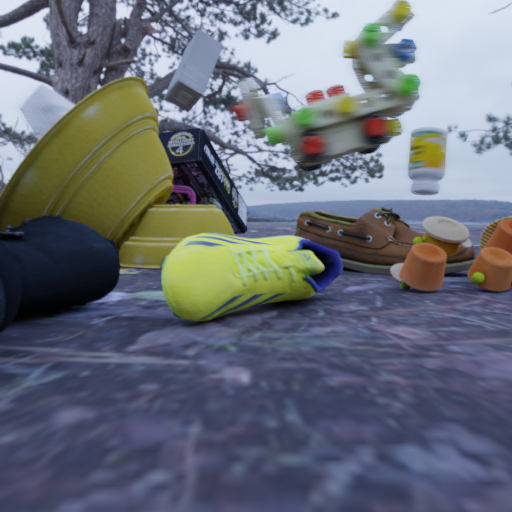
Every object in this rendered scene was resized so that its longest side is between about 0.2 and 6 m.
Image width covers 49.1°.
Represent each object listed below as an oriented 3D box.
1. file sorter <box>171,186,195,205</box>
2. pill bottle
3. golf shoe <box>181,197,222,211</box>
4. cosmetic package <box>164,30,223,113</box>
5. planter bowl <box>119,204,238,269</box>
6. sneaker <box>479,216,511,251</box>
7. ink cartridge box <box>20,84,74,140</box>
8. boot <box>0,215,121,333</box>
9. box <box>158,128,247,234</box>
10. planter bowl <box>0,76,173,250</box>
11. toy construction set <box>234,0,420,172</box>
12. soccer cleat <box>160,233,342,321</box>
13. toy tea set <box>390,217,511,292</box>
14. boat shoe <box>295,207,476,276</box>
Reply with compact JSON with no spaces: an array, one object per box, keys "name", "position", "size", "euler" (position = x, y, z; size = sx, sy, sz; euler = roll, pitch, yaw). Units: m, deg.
[{"name":"file sorter","position":[-1.902,-0.771,11.676],"size":[1.247,1.381,1.988],"euler":[2,4,-8]},{"name":"pill bottle","position":[2.939,-1.617,9.651],"size":[0.611,1.084,0.611],"euler":[6,-4,0]},{"name":"golf shoe","position":[-2.329,-0.637,13.676],"size":[3.170,1.241,1.541],"euler":[2,-17,1]},{"name":"cosmetic package","position":[-1.218,-3.614,10.964],"size":[0.632,1.402,0.749],"euler":[25,-29,-23]},{"name":"planter bowl","position":[-1.127,-0.342,8.768],"size":[2.225,0.927,2.225],"euler":[-1,4,0]},{"name":"sneaker","position":[4.115,-0.219,6.542],"size":[2.660,0.997,1.199],"euler":[5,13,44]},{"name":"ink cartridge box","position":[-2.840,-1.842,8.496],"size":[1.330,0.561,0.971],"euler":[51,10,32]},{"name":"boot","position":[-1.591,0.083,3.762],"size":[2.072,0.791,1.741],"euler":[-5,4,39]},{"name":"box","position":[-2.216,-1.590,14.091],"size":[3.196,0.974,3.965],"euler":[-6,-22,14]},{"name":"planter bowl","position":[-2.384,-0.998,9.012],"size":[1.466,3.519,3.519],"euler":[40,5,-1]},{"name":"toy construction set","position":[1.386,-2.979,10.462],"size":[3.735,2.449,1.721],"euler":[-18,-5,13]},{"name":"soccer cleat","position":[0.048,0.095,4.361],"size":[0.829,0.641,1.982],"euler":[-10,-3,30]},{"name":"toy tea set","position":[2.278,0.130,5.847],"size":[1.907,0.706,1.134],"euler":[3,33,-7]},{"name":"boat shoe","position":[1.608,-0.227,7.489],"size":[2.554,0.868,0.919],"euler":[3,5,31]}]
